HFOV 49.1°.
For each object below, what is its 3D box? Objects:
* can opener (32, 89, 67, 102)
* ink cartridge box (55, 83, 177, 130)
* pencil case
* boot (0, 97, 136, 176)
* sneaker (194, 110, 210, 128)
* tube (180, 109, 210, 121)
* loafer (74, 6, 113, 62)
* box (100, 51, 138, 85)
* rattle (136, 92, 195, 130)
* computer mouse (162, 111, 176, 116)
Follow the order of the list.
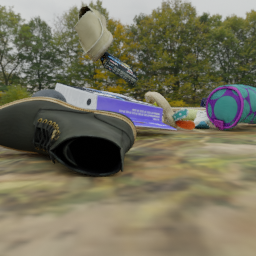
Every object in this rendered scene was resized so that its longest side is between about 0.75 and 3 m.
[{"bbox_3d":[-0.975,-0.299,6.108,0.795,0.997,2.981,2,5,21],"label":"can opener"},{"bbox_3d":[-0.257,-0.515,6.654,2.213,0.485,2.234,5,14,-46],"label":"ink cartridge box"},{"bbox_3d":[3.395,-0.613,8.386,2.794,1.291,1.189,-5,34,-46],"label":"pencil case"},{"bbox_3d":[-0.996,0.075,3.435,2.169,0.840,1.500,-1,10,3],"label":"boot"},{"bbox_3d":[2.257,-0.281,8.598,0.505,0.533,1.320,3,6,13],"label":"sneaker"},{"bbox_3d":[3.147,-0.468,11.309,2.035,0.590,0.528,3,-37,7],"label":"tube"},{"bbox_3d":[-1.224,-3.122,9.098,0.952,1.055,2.789,31,27,-33],"label":"loafer"},{"bbox_3d":[-0.325,-1.985,9.111,1.249,0.287,0.993,27,24,-31],"label":"box"},{"bbox_3d":[0.780,-0.228,7.842,1.290,1.176,1.806,-17,40,-25],"label":"rattle"},{"bbox_3d":[1.497,-0.671,13.385,2.385,0.523,1.308,9,14,29],"label":"computer mouse"}]
